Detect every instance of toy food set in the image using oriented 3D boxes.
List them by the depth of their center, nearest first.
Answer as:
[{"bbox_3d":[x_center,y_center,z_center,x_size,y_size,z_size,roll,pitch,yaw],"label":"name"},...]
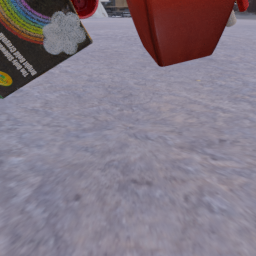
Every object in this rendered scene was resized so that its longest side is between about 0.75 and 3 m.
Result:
[{"bbox_3d":[2.576,-3.320,7.292,0.821,0.773,1.719,12,60,46],"label":"toy food set"}]

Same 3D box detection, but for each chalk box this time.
[{"bbox_3d":[-2.072,-1.620,4.456,2.379,1.485,1.475,-31,53,0],"label":"chalk box"}]

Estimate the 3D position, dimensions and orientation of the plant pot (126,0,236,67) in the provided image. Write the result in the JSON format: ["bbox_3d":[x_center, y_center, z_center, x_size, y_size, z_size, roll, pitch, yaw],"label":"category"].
[{"bbox_3d":[0.901,-2.114,5.241,1.638,1.444,1.637,-15,41,-7],"label":"plant pot"}]

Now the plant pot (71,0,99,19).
[{"bbox_3d":[-1.616,-4.269,9.429,1.171,1.171,1.066,-6,19,-12],"label":"plant pot"}]
